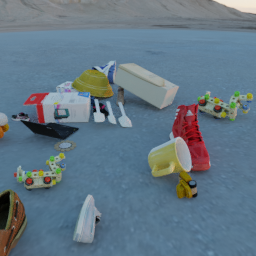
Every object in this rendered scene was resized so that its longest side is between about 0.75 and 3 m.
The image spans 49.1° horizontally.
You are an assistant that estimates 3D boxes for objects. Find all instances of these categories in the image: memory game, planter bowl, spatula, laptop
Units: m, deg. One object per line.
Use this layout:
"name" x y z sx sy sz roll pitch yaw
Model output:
"memory game" -2.319 0.662 10.368 0.830 0.053 0.830 0 26 0
"planter bowl" -1.876 -2.632 15.620 2.407 1.003 2.407 14 22 -6
"spatula" -0.760 -0.709 12.689 1.663 0.192 2.392 5 27 -13
"laptop" -3.046 -0.124 11.082 1.499 0.873 1.691 12 28 22

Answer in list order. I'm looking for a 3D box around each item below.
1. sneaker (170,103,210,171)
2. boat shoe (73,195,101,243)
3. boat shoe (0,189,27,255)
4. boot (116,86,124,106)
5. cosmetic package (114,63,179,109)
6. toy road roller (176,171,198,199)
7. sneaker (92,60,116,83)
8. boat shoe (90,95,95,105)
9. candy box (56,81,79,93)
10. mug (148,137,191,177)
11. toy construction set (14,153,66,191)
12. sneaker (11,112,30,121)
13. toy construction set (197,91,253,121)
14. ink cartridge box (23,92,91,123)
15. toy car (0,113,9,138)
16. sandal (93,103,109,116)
"sneaker" 2.063 0.124 9.615 1.122 1.654 2.864 -4 25 -9
"boat shoe" -0.926 2.187 6.730 0.519 0.509 1.458 21 22 -6
"boat shoe" -2.885 2.407 5.513 1.066 1.008 2.964 -2 25 -3
"boot" -0.402 -1.708 14.460 0.413 0.859 1.175 1 25 1
"cosmetic package" 0.904 -2.192 14.176 2.906 1.062 1.504 30 28 20
"toy road roller" 1.555 1.633 7.837 0.566 0.476 0.775 -19 30 -12
"sneaker" -1.616 -3.801 18.605 1.619 1.133 2.803 1 27 -2
"boat shoe" -1.953 -1.492 14.597 0.433 0.353 1.029 -9 27 -19
"candy box" -3.077 -2.180 15.841 1.496 0.535 1.255 8 26 16
"mug" 1.149 0.909 8.477 1.086 1.060 1.323 -19 -17 30
"toy construction set" -2.584 1.310 8.203 1.561 0.719 1.023 -12 51 -7
"sneaker" -4.800 -0.539 12.533 0.894 0.386 0.359 6 24 14
"toy construction set" 4.224 -1.164 12.935 1.674 1.176 2.554 -43 35 -22
"ink cartridge box" -3.139 -0.957 12.773 2.749 0.924 1.597 -1 25 -2
"toy car" -5.225 -0.042 10.465 1.338 1.171 1.003 23 43 -13
"sandal" -1.383 -0.972 13.417 0.688 0.413 1.831 -7 26 -14
